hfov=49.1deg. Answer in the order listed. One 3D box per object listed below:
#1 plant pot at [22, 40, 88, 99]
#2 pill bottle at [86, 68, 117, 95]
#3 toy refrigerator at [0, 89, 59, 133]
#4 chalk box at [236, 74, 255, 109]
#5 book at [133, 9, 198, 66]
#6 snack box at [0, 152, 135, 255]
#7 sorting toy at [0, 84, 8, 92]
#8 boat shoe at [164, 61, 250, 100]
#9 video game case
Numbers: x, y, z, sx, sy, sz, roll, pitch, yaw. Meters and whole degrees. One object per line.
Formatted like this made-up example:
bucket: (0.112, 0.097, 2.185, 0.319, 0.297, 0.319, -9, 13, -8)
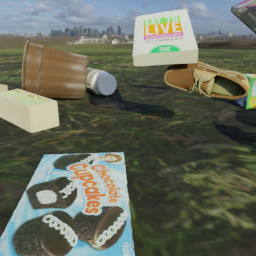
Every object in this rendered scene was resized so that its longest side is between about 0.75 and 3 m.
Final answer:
plant pot: (-2.945, -2.199, 11.628, 2.418, 2.442, 2.442, 5, 18, -12)
pill bottle: (-1.414, -2.140, 12.941, 1.104, 1.104, 1.952, -13, 24, -32)
toy refrigerator: (-3.343, -0.660, 9.050, 0.962, 0.886, 2.534, -18, 26, -41)
chalk box: (4.910, -1.427, 10.744, 1.946, 1.205, 1.211, 1, 19, 0)
book: (0.835, -2.172, 6.757, 1.390, 0.500, 2.081, -3, 43, 5)
snack box: (-0.796, 1.180, 4.388, 1.613, 0.515, 2.776, -1, 19, -4)
sorting toy: (-6.191, -1.151, 10.551, 2.315, 0.810, 2.329, 12, 23, 32)
boat shoe: (1.808, -1.080, 6.441, 1.957, 0.740, 0.723, 8, 26, 10)
video game case: (3.662, -2.852, 6.557, 1.387, 0.184, 1.942, 20, -17, -34)
